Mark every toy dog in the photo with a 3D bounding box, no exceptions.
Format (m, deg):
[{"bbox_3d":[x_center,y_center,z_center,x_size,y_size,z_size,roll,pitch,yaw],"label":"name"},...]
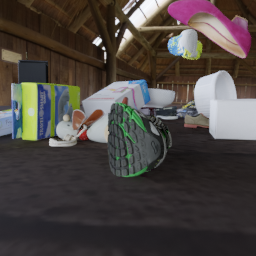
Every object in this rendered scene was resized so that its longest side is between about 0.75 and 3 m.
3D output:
[{"bbox_3d":[-0.804,-0.217,7.530,2.553,1.230,1.684,0,6,3],"label":"toy dog"}]

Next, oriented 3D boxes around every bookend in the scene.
[{"bbox_3d":[-4.109,-1.510,11.746,1.363,2.940,2.958,0,7,-12],"label":"bookend"}]

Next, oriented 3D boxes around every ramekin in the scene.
[{"bbox_3d":[4.647,-1.636,14.911,1.283,2.631,2.631,-4,2,44],"label":"ramekin"}]

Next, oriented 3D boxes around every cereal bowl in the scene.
[{"bbox_3d":[1.440,-1.645,15.826,2.385,0.993,2.385,4,4,0],"label":"cereal bowl"}]

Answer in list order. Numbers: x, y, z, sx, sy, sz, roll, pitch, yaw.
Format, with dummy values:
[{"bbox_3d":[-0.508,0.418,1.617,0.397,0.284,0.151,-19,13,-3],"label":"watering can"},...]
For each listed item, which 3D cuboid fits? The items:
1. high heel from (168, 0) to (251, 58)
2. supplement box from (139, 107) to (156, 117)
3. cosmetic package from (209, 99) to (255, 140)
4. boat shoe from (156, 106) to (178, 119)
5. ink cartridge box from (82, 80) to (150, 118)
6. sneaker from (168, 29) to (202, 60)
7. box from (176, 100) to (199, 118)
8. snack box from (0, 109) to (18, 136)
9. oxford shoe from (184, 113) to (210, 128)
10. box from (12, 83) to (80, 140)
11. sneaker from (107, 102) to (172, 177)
[{"bbox_3d":[2.644,-3.178,9.097,2.897,1.389,0.976,14,-23,-15],"label":"high heel"},{"bbox_3d":[0.747,-0.753,15.138,1.244,0.696,2.286,1,5,15],"label":"supplement box"},{"bbox_3d":[3.959,-0.292,8.424,2.792,1.184,1.502,1,7,11],"label":"cosmetic package"},{"bbox_3d":[1.858,-0.977,16.796,2.604,0.785,0.984,5,8,38],"label":"boat shoe"},{"bbox_3d":[-0.517,-1.297,13.596,2.039,1.194,2.821,2,29,35],"label":"ink cartridge box"},{"bbox_3d":[1.567,-2.422,8.309,1.003,0.723,1.909,11,3,23],"label":"sneaker"},{"bbox_3d":[4.005,-1.164,17.080,1.586,0.483,1.968,-35,18,-16],"label":"box"},{"bbox_3d":[-4.153,-0.180,9.150,1.589,0.592,2.235,2,14,32],"label":"snack box"},{"bbox_3d":[3.108,-0.311,11.437,1.594,0.596,0.562,0,6,-1],"label":"oxford shoe"},{"bbox_3d":[-2.454,-0.570,8.859,0.643,1.646,2.699,4,7,20],"label":"box"},{"bbox_3d":[0.259,0.106,5.014,1.238,1.134,2.906,0,6,-5],"label":"sneaker"}]
